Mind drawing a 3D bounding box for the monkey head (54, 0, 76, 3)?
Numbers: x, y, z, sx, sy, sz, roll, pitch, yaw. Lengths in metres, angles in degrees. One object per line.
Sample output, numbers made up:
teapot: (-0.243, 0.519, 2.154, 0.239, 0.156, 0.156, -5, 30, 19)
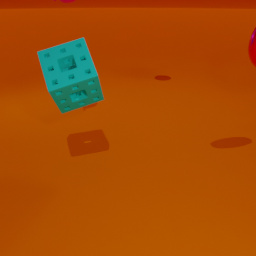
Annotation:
monkey head: (-1.611, -3.616, 7.071, 0.713, 0.851, 1.183, 4, 28, 29)

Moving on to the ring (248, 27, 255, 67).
ring: (2.826, -1.643, 5.158, 1.286, 1.286, 0.257, -7, 39, -13)

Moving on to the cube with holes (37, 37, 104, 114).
cube with holes: (-1.180, -1.082, 5.947, 0.989, 0.989, 0.989, -19, 68, -5)
